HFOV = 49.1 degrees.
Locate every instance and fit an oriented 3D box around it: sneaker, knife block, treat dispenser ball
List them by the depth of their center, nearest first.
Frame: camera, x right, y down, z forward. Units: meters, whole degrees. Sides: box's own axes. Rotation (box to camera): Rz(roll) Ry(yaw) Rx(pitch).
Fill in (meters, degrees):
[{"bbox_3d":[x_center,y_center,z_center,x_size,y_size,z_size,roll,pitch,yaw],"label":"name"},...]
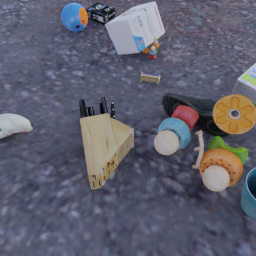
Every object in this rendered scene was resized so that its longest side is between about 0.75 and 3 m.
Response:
[{"bbox_3d":[-1.208,0.245,9.430,2.566,0.935,2.923,26,55,21],"label":"knife block"},{"bbox_3d":[-4.634,0.206,9.612,2.717,0.957,1.270,2,67,0],"label":"sneaker"},{"bbox_3d":[2.567,-0.633,10.265,2.739,1.040,1.243,26,44,13],"label":"sneaker"},{"bbox_3d":[-2.669,-5.529,14.022,1.319,1.319,1.319,0,50,0],"label":"treat dispenser ball"}]

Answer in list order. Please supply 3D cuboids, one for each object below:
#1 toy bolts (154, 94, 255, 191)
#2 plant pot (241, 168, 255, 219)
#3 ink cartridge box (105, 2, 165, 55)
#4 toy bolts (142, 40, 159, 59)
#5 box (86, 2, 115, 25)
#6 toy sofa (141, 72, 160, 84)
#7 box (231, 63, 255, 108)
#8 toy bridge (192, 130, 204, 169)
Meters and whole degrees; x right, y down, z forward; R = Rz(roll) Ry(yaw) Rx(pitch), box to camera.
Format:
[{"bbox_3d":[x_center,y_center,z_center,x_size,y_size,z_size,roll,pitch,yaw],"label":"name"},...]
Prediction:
[{"bbox_3d":[2.199,0.282,8.292,2.793,2.668,1.937,22,34,21],"label":"toy bolts"},{"bbox_3d":[3.778,1.940,7.840,1.281,1.203,1.281,0,50,0],"label":"plant pot"},{"bbox_3d":[0.371,-4.511,12.716,1.491,1.498,2.042,10,44,45],"label":"ink cartridge box"},{"bbox_3d":[1.041,-3.642,12.885,0.811,0.589,0.849,1,50,1],"label":"toy bolts"},{"bbox_3d":[-1.462,-6.162,15.025,1.216,0.524,0.996,28,55,21],"label":"box"},{"bbox_3d":[0.945,-2.132,11.795,0.811,0.336,0.396,11,52,9],"label":"toy sofa"},{"bbox_3d":[5.148,-1.727,10.973,2.094,1.061,1.178,-37,60,-27],"label":"box"},{"bbox_3d":[2.102,0.622,8.300,0.158,0.389,1.158,10,79,-10],"label":"toy bridge"}]
